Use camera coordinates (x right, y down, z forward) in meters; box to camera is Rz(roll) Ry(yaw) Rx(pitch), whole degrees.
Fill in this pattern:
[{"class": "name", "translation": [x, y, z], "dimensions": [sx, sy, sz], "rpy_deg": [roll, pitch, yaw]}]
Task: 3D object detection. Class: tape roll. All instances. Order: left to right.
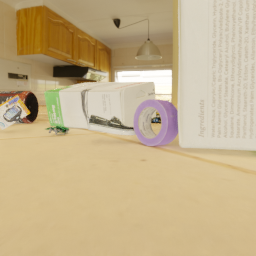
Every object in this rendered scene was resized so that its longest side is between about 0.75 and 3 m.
[{"class": "tape roll", "translation": [0.524, -0.103, 5.257], "dimensions": [0.367, 0.865, 0.865], "rpy_deg": [-3, 6, -42]}]

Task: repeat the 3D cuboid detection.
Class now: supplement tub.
[{"class": "supplement tub", "translation": [-4.596, -0.772, 10.374], "dimensions": [2.271, 1.215, 1.215], "rpy_deg": [1, 6, 9]}]

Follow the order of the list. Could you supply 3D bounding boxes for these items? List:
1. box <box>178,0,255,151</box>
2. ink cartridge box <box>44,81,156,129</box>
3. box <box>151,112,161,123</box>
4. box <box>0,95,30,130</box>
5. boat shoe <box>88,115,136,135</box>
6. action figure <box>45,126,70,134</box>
[{"class": "box", "translation": [2.388, -1.114, 5.163], "dimensions": [2.431, 2.838, 2.824], "rpy_deg": [2, 5, 23]}, {"class": "ink cartridge box", "translation": [-0.815, -0.763, 8.828], "dimensions": [2.859, 1.202, 2.086], "rpy_deg": [5, 17, 32]}, {"class": "box", "translation": [1.765, -0.420, 10.892], "dimensions": [1.688, 0.416, 1.348], "rpy_deg": [1, 7, 11]}, {"class": "box", "translation": [-3.062, -0.367, 7.155], "dimensions": [0.928, 0.552, 0.192], "rpy_deg": [-35, 29, -11]}, {"class": "boat shoe", "translation": [-0.279, -0.062, 5.432], "dimensions": [0.987, 0.350, 0.356], "rpy_deg": [9, -2, -23]}, {"class": "action figure", "translation": [-1.677, 0.061, 6.966], "dimensions": [0.469, 0.217, 0.793], "rpy_deg": [0, -2, 14]}]
